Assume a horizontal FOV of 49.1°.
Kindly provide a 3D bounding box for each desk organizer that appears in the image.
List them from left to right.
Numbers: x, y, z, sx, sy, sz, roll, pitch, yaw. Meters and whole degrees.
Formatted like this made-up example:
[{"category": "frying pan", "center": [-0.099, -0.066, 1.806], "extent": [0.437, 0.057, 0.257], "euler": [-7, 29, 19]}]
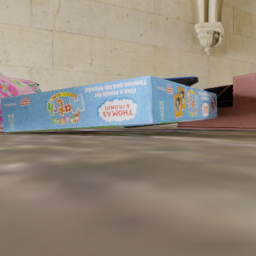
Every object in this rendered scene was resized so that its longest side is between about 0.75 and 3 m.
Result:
[{"category": "desk organizer", "center": [1.772, -0.386, 4.763], "extent": [0.777, 0.835, 2.168], "euler": [0, 1, -28]}]

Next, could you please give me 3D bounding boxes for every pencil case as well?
[{"category": "pencil case", "center": [-1.932, -0.384, 3.963], "extent": [0.849, 0.849, 1.942], "euler": [0, 2, 15]}]

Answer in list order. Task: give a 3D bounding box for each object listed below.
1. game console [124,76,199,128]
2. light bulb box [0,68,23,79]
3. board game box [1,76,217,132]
[{"category": "game console", "center": [0.562, -0.450, 5.291], "extent": [1.333, 0.789, 1.138], "euler": [-6, -1, -8]}, {"category": "light bulb box", "center": [-4.545, -1.223, 11.326], "extent": [2.143, 1.337, 2.124], "euler": [40, 5, 5]}, {"category": "board game box", "center": [-0.009, -0.258, 3.892], "extent": [1.938, 0.469, 2.563], "euler": [-3, 2, 30]}]
